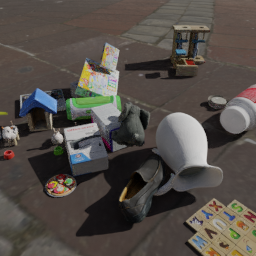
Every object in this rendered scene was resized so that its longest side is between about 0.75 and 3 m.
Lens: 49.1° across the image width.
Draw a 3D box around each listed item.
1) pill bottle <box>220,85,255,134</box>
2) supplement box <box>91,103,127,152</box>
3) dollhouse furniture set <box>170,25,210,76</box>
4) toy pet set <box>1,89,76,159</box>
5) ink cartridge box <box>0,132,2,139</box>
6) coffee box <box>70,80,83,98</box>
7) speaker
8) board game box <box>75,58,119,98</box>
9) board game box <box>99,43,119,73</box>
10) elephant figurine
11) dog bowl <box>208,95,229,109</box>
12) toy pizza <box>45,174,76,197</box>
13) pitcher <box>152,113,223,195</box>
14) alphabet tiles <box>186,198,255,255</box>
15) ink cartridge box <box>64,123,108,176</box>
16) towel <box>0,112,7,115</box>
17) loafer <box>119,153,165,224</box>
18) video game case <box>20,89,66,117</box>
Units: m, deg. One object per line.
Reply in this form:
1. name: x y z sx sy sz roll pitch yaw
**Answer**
1. pill bottle: 4.373 -0.677 10.225 2.261 1.269 1.269 -29 44 -35
2. supplement box: -0.580 -0.066 9.680 0.872 0.854 1.687 -18 39 -24
3. dollhouse furniture set: 3.363 -4.112 14.721 1.871 1.882 2.670 0 33 0
4. toy pet set: -2.894 -0.262 9.549 2.505 1.330 2.339 -5 35 -9
5. ink cartridge box: -5.880 0.286 9.045 2.831 0.960 1.630 5 33 5
6. coffee box: -1.996 -1.816 12.469 0.439 0.630 1.103 27 41 33
7. speaker: -1.313 -0.787 10.752 2.023 0.895 0.895 -6 35 -8
8. board game box: -1.261 -1.998 12.061 1.627 0.414 2.420 20 38 -15
9. board game box: -0.828 -3.138 12.507 0.753 1.120 0.192 21 -20 -33
10. elephant figurine: 0.104 -0.276 8.507 1.220 1.113 1.572 0 71 32
11. dog bowl: 3.772 -1.079 11.715 0.860 0.252 0.860 0 34 0
12. toy pizza: -1.897 1.584 7.895 0.872 0.138 0.872 0 34 0
13. pitcher: 1.355 0.754 8.198 2.088 1.475 2.433 -18 39 8
14. alphabet tiles: 2.593 2.598 6.459 1.936 0.074 2.327 -25 41 -32
15. ink cartridge box: -1.322 0.627 8.657 1.089 0.634 1.506 -11 46 -16
16. towel: -4.631 -0.509 9.450 0.992 0.090 0.427 -2 12 -34
17. loafer: 0.400 1.373 7.244 0.763 0.758 2.097 -5 39 31
18. video game case: -3.571 -1.072 11.755 1.798 0.210 1.635 -11 36 -15
